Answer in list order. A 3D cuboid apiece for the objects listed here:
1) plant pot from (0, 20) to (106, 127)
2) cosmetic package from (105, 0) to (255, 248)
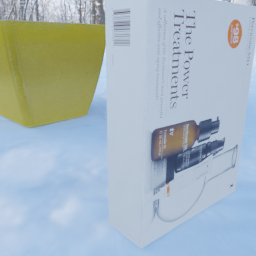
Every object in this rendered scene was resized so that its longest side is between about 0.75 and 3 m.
[{"bbox_3d":[-2.597,-1.639,8.209,2.996,2.642,2.995,-16,23,-43],"label":"plant pot"},{"bbox_3d":[0.718,-0.159,3.532,2.007,2.662,0.688,-15,23,-40],"label":"cosmetic package"}]
